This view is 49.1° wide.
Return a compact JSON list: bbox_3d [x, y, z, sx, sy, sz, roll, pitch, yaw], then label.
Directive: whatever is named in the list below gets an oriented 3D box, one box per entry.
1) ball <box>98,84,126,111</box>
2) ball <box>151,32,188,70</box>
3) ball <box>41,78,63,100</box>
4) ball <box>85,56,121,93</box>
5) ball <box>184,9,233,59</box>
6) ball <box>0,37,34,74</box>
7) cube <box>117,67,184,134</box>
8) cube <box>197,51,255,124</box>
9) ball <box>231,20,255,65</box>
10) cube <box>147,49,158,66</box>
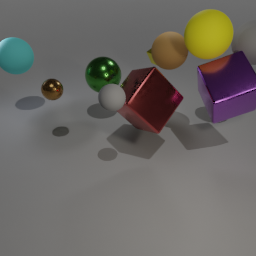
[{"bbox_3d":[-0.411,-0.773,7.138,0.700,0.700,0.700,0,30,0],"label":"ball"},{"bbox_3d":[1.587,-2.931,10.664,1.400,1.400,1.400,0,30,0],"label":"ball"},{"bbox_3d":[-2.429,-1.235,8.986,0.700,0.700,0.700,0,30,0],"label":"ball"},{"bbox_3d":[-0.954,-2.036,10.800,1.400,1.400,1.400,0,30,0],"label":"ball"},{"bbox_3d":[2.363,-2.744,8.263,1.400,1.400,1.400,0,30,0],"label":"ball"},{"bbox_3d":[-4.408,-2.804,10.938,1.400,1.400,1.400,0,30,0],"label":"ball"},{"bbox_3d":[0.520,-0.848,8.575,1.400,1.400,1.400,-54,25,-11],"label":"cube"},{"bbox_3d":[3.027,-1.202,8.550,1.400,1.400,1.400,-19,63,7],"label":"cube"},{"bbox_3d":[4.076,-2.749,9.027,1.400,1.400,1.400,0,30,0],"label":"ball"},{"bbox_3d":[1.485,-3.657,14.043,0.700,0.700,0.700,-37,36,-8],"label":"cube"}]
